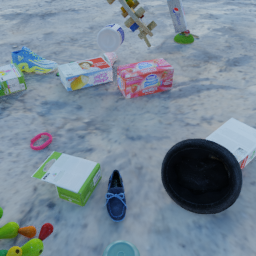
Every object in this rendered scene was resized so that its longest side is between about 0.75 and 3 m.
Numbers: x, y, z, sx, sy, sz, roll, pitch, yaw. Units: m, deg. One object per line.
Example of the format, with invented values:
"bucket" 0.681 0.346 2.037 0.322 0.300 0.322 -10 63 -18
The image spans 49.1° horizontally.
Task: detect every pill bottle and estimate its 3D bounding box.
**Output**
"pill bottle" -0.634 -3.711 11.373 0.949 0.949 1.585 6 30 7

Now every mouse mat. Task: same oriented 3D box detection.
"mouse mat" -2.216 -2.661 13.154 1.888 0.071 1.519 15 42 16

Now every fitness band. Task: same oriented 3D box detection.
"fitness band" -2.881 0.440 9.289 0.560 0.146 0.780 23 45 22

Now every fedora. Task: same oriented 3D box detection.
"fedora" 1.983 1.236 7.444 2.115 2.115 0.966 29 12 31

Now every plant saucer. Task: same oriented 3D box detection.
"plant saucer" -0.153 2.880 6.261 0.871 0.157 0.871 0 39 0

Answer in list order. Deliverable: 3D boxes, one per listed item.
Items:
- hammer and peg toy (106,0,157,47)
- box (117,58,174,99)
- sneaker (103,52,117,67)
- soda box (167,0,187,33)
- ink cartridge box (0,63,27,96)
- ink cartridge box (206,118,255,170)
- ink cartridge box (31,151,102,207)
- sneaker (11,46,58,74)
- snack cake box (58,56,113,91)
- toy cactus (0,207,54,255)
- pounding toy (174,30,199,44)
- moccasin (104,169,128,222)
"hammer and peg toy" 0.317 -3.766 9.528 1.596 0.765 2.170 57 19 17
"box" 0.709 -2.105 11.706 2.145 1.015 1.100 -13 41 -16
"sneaker" -0.790 -3.406 13.736 0.651 0.469 1.246 -14 37 -8
"soda box" 1.640 -3.771 9.248 0.404 1.183 0.375 -7 46 24
"ink cartridge box" -5.384 -1.959 11.791 1.811 0.686 1.339 -22 45 -24
"ink cartridge box" 3.103 0.660 8.652 2.387 0.601 1.300 -31 49 -31
"ink cartridge box" -1.671 1.354 7.804 1.543 0.585 1.140 14 42 18
"sneaker" -4.378 -3.143 12.898 2.143 1.126 0.812 -3 39 -2
"snack cake box" -1.857 -2.395 12.238 2.094 0.703 1.204 -17 41 -20
"toy cactus" -3.208 2.649 5.818 2.836 1.450 2.340 12 50 2
"pounding toy" 3.311 -5.392 16.007 1.162 0.698 1.505 24 45 27
"moccasin" -0.364 1.731 7.394 0.593 0.503 1.475 -6 39 -7
